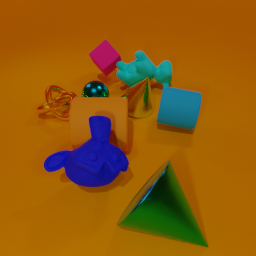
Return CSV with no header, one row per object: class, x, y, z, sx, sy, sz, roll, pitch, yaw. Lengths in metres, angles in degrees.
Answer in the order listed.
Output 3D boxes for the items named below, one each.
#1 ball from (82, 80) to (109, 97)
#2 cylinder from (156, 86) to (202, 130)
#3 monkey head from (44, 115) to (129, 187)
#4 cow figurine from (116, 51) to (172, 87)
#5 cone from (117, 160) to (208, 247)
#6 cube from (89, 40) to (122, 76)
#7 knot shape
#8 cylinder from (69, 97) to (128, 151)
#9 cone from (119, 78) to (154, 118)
ball,-1.040,-1.078,8.968,0.887,0.887,0.887,0,38,0
cylinder,1.420,-0.567,7.901,1.059,1.059,1.059,11,39,5
monkey head,-0.721,0.537,6.038,1.984,1.196,1.428,5,71,-28
cow figurine,0.645,-1.879,9.734,1.737,1.709,0.953,-20,55,29
cone,0.905,1.750,5.391,1.608,1.602,1.602,40,47,5
cube,-0.779,-2.452,9.892,0.789,0.789,0.789,-41,83,-1
knot shape,-2.263,-0.731,8.676,1.317,0.650,1.408,-27,48,-21
cylinder,-0.703,-0.096,7.259,1.388,1.388,1.388,0,38,0
cone,0.424,-1.125,8.473,1.187,1.192,1.187,8,56,-12
